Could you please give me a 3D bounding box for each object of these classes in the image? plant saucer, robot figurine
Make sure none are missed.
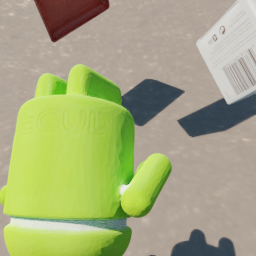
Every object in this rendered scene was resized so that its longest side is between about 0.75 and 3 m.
[{"bbox_3d":[-1.355,-3.165,6.273,1.835,1.838,0.337,-40,55,-19],"label":"plant saucer"},{"bbox_3d":[-0.645,0.572,3.337,2.172,1.432,2.476,-7,73,28],"label":"robot figurine"}]

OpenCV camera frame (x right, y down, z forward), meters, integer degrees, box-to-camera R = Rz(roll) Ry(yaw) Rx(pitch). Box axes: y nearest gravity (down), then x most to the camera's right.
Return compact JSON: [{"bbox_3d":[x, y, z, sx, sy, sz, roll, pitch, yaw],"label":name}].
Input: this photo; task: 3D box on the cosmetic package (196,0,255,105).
[{"bbox_3d":[2.178,-1.311,4.384,1.482,1.222,1.223,-23,83,-24],"label":"cosmetic package"}]
